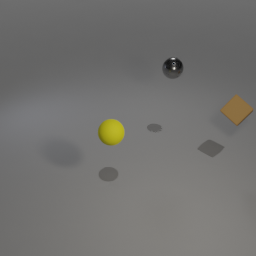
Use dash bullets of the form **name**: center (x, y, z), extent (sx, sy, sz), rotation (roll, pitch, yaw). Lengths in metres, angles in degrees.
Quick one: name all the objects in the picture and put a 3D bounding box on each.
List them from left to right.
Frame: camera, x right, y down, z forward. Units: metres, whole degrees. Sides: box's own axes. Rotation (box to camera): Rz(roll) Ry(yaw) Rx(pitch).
- **ball**: center (-0.444, 0.115, 7.380), extent (0.700, 0.700, 0.700), rotation (0, 31, 0)
- **ball**: center (1.483, -1.977, 9.271), extent (0.700, 0.700, 0.700), rotation (0, 31, 0)
- **cube**: center (3.470, -0.553, 8.937), extent (0.700, 0.700, 0.700), rotation (47, 15, 17)
